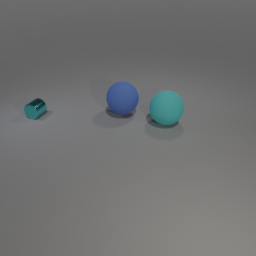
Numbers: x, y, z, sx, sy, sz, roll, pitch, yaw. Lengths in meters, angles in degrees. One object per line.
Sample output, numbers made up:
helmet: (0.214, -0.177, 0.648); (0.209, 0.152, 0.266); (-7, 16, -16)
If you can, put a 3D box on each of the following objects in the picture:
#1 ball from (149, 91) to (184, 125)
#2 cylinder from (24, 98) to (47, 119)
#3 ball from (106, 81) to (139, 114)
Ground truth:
ball: (1.573, -0.820, 11.417); (1.400, 1.400, 1.400); (0, 32, 0)
cylinder: (-4.026, -0.846, 12.196); (0.700, 0.700, 0.700); (11, 34, 18)
ball: (-0.232, -1.295, 12.043); (1.400, 1.400, 1.400); (0, 32, 0)
